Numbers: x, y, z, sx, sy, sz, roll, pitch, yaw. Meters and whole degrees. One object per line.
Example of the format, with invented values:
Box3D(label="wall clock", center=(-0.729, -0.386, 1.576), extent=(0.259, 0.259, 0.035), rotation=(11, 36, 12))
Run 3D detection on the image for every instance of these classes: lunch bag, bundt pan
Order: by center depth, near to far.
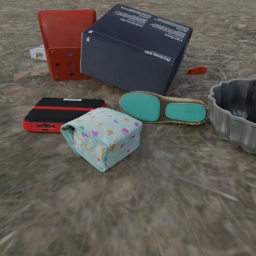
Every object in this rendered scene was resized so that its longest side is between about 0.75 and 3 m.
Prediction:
Box3D(label="lunch bag", center=(-0.644, 0.125, 6.534), extent=(1.509, 0.920, 1.285), rotation=(28, 42, 29))
Box3D(label="bundt pan", center=(3.383, -0.254, 7.011), extent=(2.799, 1.051, 2.799), rotation=(-1, 31, 0))

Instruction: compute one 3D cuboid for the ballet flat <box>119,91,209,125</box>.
Box3D(label="ballet flat", center=(0.995, -0.518, 7.882), extent=(2.466, 0.869, 0.805), rotation=(12, 7, 14))

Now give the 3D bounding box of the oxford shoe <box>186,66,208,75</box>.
Box3D(label="oxford shoe", center=(2.710, -2.314, 11.068), extent=(0.864, 0.308, 0.313), rotation=(-6, 27, -10))

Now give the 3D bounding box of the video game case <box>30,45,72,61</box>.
Box3D(label="video game case", center=(-3.167, -3.571, 12.947), extent=(1.758, 0.441, 1.939), rotation=(16, 35, 24))

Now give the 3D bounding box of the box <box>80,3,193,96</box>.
Box3D(label="box", center=(0.314, -2.599, 9.363), extent=(2.925, 1.523, 2.663), rotation=(23, 46, 10))

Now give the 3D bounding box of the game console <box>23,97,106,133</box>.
Box3D(label="game console", center=(-1.770, -0.408, 8.033), extent=(2.058, 0.319, 1.820), rotation=(3, 27, 4))

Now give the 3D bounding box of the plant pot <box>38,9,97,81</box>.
Box3D(label="plant pot", center=(-2.161, -2.944, 10.506), extent=(2.141, 2.143, 1.888), rotation=(-4, 52, -8))
